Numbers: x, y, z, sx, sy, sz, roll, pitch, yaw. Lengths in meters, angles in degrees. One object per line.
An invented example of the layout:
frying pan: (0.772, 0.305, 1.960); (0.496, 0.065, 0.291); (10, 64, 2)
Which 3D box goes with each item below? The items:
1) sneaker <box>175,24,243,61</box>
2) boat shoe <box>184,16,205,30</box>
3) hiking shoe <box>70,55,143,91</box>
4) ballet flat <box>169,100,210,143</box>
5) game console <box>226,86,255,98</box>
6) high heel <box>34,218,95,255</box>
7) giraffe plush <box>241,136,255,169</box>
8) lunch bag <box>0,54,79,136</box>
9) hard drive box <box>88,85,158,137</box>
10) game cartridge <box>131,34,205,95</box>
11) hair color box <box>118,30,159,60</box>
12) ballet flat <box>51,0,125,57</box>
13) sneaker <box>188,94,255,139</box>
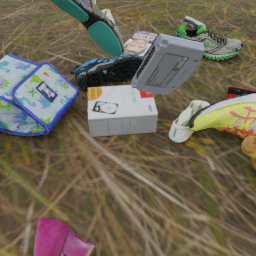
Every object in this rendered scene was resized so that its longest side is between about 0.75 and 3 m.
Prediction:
sneaker: (3.115, -3.354, 10.907); (2.652, 1.130, 1.035); (8, 43, 8)
boat shoe: (3.083, -4.795, 13.015); (1.208, 0.373, 0.452); (39, 39, 25)
hiking shoe: (-0.694, -2.147, 9.730); (2.496, 0.929, 1.082); (-18, 47, -18)
ballet flat: (1.855, -0.371, 7.981); (0.722, 0.722, 2.079); (27, 48, 26)
game console: (3.890, -0.575, 8.583); (1.835, 1.089, 1.581); (16, 14, 15)
high heel: (-1.644, 2.607, 4.508); (1.232, 0.865, 2.569); (25, 42, 11)
giraffe plush: (3.563, 1.014, 6.154); (1.899, 1.638, 1.540); (29, 50, -21)
lunch bag: (-2.911, -0.890, 8.026); (2.451, 1.562, 2.084); (20, 41, 3)
hard drive box: (-0.199, -0.542, 8.135); (1.888, 0.725, 1.472); (-5, 43, -5)
game cartridge: (0.912, -1.388, 6.466); (1.176, 1.763, 0.357); (9, 61, -18)
hair color box: (0.458, -3.108, 11.014); (1.020, 0.617, 2.040); (14, 44, 15)
ballet flat: (-0.646, -2.169, 5.388); (0.664, 1.847, 0.664); (-27, 45, 31)
sneaker: (3.050, -0.186, 7.342); (2.940, 1.149, 1.327); (-12, 86, -7)
